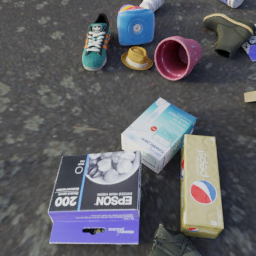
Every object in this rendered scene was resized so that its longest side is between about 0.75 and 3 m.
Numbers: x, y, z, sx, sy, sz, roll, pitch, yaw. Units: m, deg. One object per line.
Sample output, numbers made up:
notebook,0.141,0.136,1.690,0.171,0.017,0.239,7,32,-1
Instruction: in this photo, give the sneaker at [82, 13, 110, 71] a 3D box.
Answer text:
sneaker,-1.235,-3.374,10.767,0.962,1.077,2.695,4,52,3

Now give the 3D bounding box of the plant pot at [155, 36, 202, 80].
plant pot,1.917,-2.588,10.052,1.473,1.473,1.318,37,44,25

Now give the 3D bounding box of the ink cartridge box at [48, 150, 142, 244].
ink cartridge box,-0.781,1.637,6.859,2.208,0.484,2.229,-6,53,12

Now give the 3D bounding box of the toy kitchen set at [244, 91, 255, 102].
toy kitchen set,4.750,-0.467,8.834,1.334,1.475,1.635,-9,92,-3

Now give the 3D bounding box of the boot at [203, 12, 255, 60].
boot,3.656,-3.720,11.280,1.589,0.890,2.297,-50,45,-6

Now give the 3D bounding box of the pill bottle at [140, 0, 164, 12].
pill bottle,1.082,-5.683,12.819,0.677,0.677,1.194,29,58,21

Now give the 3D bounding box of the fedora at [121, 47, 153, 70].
fedora,0.371,-2.680,10.505,1.258,0.513,1.258,5,46,-5

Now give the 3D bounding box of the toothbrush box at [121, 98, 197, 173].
toothbrush box,0.899,0.173,8.201,1.366,0.796,1.865,34,61,24

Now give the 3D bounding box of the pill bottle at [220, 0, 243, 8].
pill bottle,4.703,-6.390,13.255,0.865,0.865,1.496,-29,57,-21

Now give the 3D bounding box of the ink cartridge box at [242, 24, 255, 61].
ink cartridge box,5.514,-3.546,11.318,1.864,0.408,1.881,-10,54,-6

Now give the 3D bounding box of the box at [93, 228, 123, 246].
box,-0.371,2.323,6.892,0.741,0.214,0.932,10,54,8

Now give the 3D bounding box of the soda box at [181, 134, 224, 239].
soda box,1.836,1.414,7.225,0.861,0.814,2.542,5,53,4

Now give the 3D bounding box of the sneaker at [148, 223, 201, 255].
sneaker,0.594,2.855,6.197,1.868,0.714,1.070,-20,53,-18

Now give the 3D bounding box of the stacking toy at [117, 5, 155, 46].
stacking toy,0.100,-4.617,11.790,1.485,1.404,2.558,-9,39,-8
